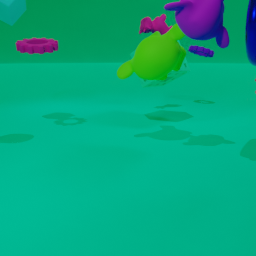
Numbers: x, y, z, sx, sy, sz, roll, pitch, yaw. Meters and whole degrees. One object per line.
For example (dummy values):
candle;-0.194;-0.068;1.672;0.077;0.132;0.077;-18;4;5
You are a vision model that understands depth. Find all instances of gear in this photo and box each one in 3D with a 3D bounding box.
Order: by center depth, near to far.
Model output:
gear;-2.622;-2.393;8.131;1.156;0.214;1.156;2;29;-1
gear;3.224;-3.368;12.323;1.099;0.203;1.099;16;7;-2

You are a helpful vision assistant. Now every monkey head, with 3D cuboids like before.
monkey head;1.547;-2.272;5.420;1.661;1.001;1.195;22;-12;-27
monkey head;0.633;-1.866;6.808;1.970;1.417;1.187;-32;-24;25

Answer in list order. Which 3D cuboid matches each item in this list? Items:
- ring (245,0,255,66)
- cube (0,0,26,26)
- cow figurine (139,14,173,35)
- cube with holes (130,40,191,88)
ring;2.472;-1.922;5.141;0.311;1.555;1.555;9;17;33
cube;-3.573;-3.704;8.190;0.814;0.814;0.814;28;-26;-4
cow figurine;1.039;-3.718;10.544;1.211;1.230;0.675;-54;27;-18
cube with holes;1.086;-2.204;9.424;1.237;1.237;1.237;-24;-7;42
